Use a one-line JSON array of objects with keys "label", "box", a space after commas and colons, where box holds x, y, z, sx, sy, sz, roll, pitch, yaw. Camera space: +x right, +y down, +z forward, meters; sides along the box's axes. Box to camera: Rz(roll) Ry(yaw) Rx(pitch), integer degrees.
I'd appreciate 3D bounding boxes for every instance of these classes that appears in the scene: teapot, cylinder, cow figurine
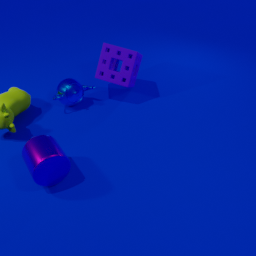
[{"label": "teapot", "box": [-1.679, -1.097, 8.591, 1.389, 0.863, 0.680, -24, 25, -32]}, {"label": "cylinder", "box": [-1.878, 0.737, 6.423, 0.868, 0.868, 0.868, -23, 43, -24]}, {"label": "cow figurine", "box": [-3.319, -0.553, 7.890, 1.581, 0.882, 1.607, 15, 39, 37]}]

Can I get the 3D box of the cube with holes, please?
[{"label": "cube with holes", "box": [-0.265, -1.983, 8.977, 1.086, 1.086, 1.086, 17, 12, 8]}]
